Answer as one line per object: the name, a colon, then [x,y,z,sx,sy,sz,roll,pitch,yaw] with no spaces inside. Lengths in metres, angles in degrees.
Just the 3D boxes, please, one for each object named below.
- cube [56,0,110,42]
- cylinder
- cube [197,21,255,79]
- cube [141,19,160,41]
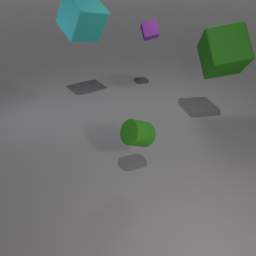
cube: [-1.849,-4.457,11.285,1.400,1.400,1.400,-16,61,-40]
cylinder: [0.268,0.144,7.561,0.700,0.700,0.700,9,16,-45]
cube: [3.422,-2.729,10.020,1.400,1.400,1.400,-10,-10,0]
cube: [1.002,-4.482,12.830,0.700,0.700,0.700,-14,5,2]
